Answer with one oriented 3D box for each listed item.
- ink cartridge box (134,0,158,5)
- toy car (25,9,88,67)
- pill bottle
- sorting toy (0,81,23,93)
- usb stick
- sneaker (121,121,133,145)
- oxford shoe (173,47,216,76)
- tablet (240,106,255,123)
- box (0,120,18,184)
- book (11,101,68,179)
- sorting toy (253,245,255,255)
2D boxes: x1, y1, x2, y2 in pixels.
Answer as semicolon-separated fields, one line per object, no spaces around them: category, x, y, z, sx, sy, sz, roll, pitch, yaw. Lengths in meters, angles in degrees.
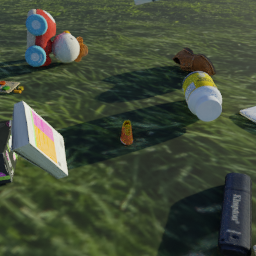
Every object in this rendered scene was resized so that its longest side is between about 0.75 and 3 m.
ink cartridge box;1.008;-4.737;9.119;1.622;0.682;1.184;1;51;28
toy car;-3.134;-3.892;12.572;2.696;2.385;2.485;2;21;-19
pill bottle;2.409;-1.023;9.081;1.052;1.052;1.878;0;34;0
sorting toy;-4.576;-1.590;10.744;1.233;0.165;0.919;6;34;10
usb stick;2.193;1.656;5.651;0.585;0.344;2.110;12;35;17
sneaker;-0.048;0.126;7.958;0.356;0.377;0.977;-2;35;-6
oxford shoe;2.794;-2.681;11.986;0.902;0.903;2.532;-31;35;-6
tablet;4.830;-0.477;9.088;2.041;0.139;1.328;-16;37;-22
box;-3.328;0.579;6.786;1.075;0.900;1.447;-6;33;-9
book;-1.411;0.228;4.646;0.305;1.269;0.848;-21;56;7
sorting toy;2.670;1.978;3.582;1.836;2.484;0.366;20;77;24
